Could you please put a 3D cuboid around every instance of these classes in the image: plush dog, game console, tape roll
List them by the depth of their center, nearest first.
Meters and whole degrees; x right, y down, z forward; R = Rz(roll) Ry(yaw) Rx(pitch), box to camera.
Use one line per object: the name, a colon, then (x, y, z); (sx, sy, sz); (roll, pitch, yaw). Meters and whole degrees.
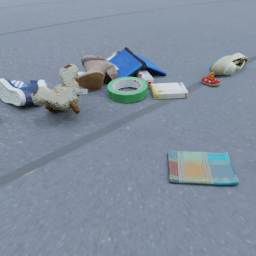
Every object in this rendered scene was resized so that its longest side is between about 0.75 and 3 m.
plush dog: (-2.274, -1.169, 10.179); (1.941, 1.557, 1.667); (-43, 10, -5)
tape roll: (-0.021, -1.637, 11.840); (1.683, 0.404, 1.683); (-2, 36, 1)
game console: (0.357, -2.979, 14.111); (2.087, 1.447, 2.445); (-37, 38, 1)

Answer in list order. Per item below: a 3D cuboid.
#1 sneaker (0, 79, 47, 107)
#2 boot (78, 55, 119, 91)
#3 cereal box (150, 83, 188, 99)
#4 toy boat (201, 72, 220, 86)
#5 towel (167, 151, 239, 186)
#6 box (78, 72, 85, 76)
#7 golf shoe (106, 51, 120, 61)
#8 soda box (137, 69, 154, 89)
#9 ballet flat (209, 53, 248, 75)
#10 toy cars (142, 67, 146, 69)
sneaker: (-4.186, -1.565, 11.481); (2.241, 0.903, 1.641); (24, 32, 36)
boot: (-1.596, -2.588, 12.568); (2.567, 0.902, 1.877); (-6, 47, -44)
cereal box: (1.739, -1.593, 11.949); (1.442, 0.285, 1.037); (-2, 33, -3)
toy boat: (3.783, -2.251, 12.699); (0.560, 0.560, 0.857); (-24, 40, -32)
towel: (2.068, 1.102, 7.948); (1.840, 0.200, 1.349); (2, 33, 4)
box: (-2.221, -2.295, 12.842); (0.768, 0.478, 0.374); (-1, 33, -1)
golf shoe: (-0.800, -3.902, 15.268); (0.408, 0.506, 1.041); (30, 45, 33)
soda box: (0.781, -2.269, 12.848); (0.456, 0.424, 1.336); (-8, 34, -12)
ballet flat: (5.065, -3.091, 13.769); (0.955, 0.955, 2.750); (29, 42, 36)
toy cars: (0.435, -3.101, 14.266); (1.171, 0.259, 0.525); (-9, 34, -13)
